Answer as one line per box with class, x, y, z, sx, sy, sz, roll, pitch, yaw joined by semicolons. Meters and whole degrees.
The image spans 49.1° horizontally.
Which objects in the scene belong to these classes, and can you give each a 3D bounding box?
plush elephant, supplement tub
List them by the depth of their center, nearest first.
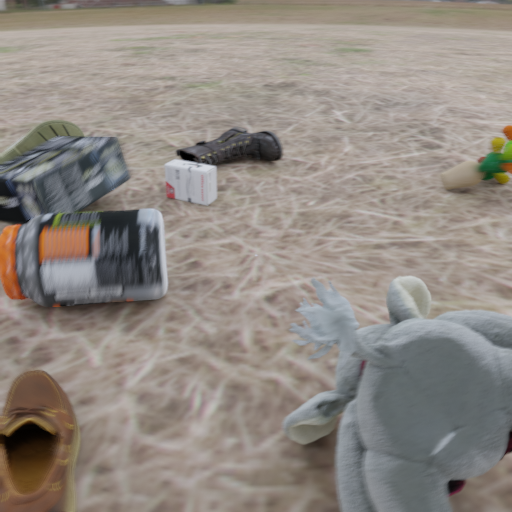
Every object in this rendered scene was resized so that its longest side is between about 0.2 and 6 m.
plush elephant;1.619;1.479;5.731;3.061;2.521;2.370;44;1;11
supplement tub;-2.658;0.034;8.905;2.408;1.475;1.475;-3;28;-7

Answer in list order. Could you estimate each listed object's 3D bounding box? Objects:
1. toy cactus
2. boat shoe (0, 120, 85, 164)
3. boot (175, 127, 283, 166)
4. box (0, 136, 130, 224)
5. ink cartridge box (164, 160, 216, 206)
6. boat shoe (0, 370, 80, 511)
toy cactus;5.430;-2.185;13.062;2.167;1.343;2.626;-17;5;12
boat shoe;-5.462;-2.401;13.573;1.031;1.127;3.015;-16;21;38
boot;-0.725;-2.714;14.920;2.097;0.834;2.409;-30;36;-34
box;-4.291;-1.666;12.010;1.961;1.031;2.395;8;35;31
ink cartridge box;-1.482;-1.683;12.784;1.120;0.822;0.464;14;30;22
boat shoe;-2.348;1.954;6.006;0.845;0.793;2.347;-7;30;-18
